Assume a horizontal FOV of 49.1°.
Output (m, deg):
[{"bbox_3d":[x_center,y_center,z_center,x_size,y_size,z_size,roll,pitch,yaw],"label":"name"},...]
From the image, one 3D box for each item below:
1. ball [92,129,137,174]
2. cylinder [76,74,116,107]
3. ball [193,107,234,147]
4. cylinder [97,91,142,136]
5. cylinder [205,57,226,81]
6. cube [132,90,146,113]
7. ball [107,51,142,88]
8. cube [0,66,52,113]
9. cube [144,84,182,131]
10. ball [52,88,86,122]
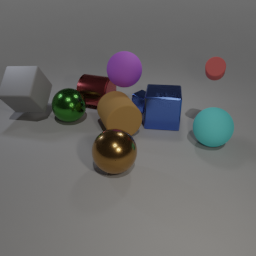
[{"bbox_3d":[-0.414,0.716,8.639,1.400,1.400,1.400,0,30,0],"label":"ball"},{"bbox_3d":[-1.413,-1.677,12.740,1.400,1.400,1.400,10,32,17],"label":"cylinder"},{"bbox_3d":[3.012,-0.034,9.920,1.400,1.400,1.400,0,30,0],"label":"ball"},{"bbox_3d":[-0.348,-0.532,10.774,1.400,1.400,1.400,-10,32,-17],"label":"cylinder"},{"bbox_3d":[3.146,-2.129,10.092,0.700,0.700,0.700,10,-1,16],"label":"cylinder"},{"bbox_3d":[0.639,-1.197,12.494,0.700,0.700,0.700,28,39,31],"label":"cube"},{"bbox_3d":[-0.142,-2.303,11.037,1.400,1.400,1.400,0,30,0],"label":"ball"},{"bbox_3d":[-4.127,-1.539,11.379,1.400,1.400,1.400,2,67,12],"label":"cube"},{"bbox_3d":[1.413,-0.857,11.355,1.400,1.400,1.400,3,31,7],"label":"cube"},{"bbox_3d":[-2.412,-0.932,11.485,1.400,1.400,1.400,0,30,0],"label":"ball"}]
